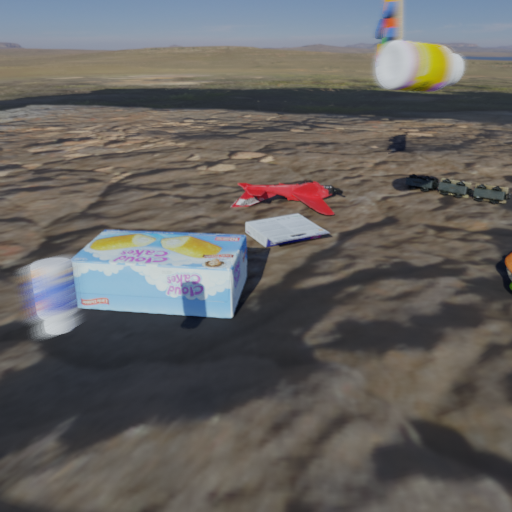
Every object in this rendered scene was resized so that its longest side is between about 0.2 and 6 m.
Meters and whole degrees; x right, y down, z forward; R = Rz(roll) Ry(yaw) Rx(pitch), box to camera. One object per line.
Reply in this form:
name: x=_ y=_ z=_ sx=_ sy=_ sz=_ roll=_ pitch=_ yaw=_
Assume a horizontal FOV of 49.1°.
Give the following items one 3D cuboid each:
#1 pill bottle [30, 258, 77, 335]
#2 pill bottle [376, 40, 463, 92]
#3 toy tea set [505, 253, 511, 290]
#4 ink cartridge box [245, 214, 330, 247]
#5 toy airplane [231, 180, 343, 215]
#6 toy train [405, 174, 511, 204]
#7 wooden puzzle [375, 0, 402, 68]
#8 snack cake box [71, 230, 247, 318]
pill bottle: x=-1.661 y=0.335 z=4.636 sx=0.330 sy=0.588 sz=0.330 roll=-1 pitch=16 yaw=0
pill bottle: x=2.288 y=-2.602 z=7.732 sx=1.212 sy=0.632 sz=0.632 roll=-8 pitch=23 yaw=-31
toy tea set: x=4.044 y=0.614 z=7.525 sx=1.543 sy=0.960 sz=2.594 roll=39 pitch=31 yaw=12
ink cartridge box: x=0.566 y=-0.432 z=10.445 sx=1.174 sy=0.259 sz=1.196 roll=-10 pitch=27 yaw=-23
toy airplane: x=0.680 y=-1.420 z=12.522 sx=2.593 sy=0.477 sz=2.593 roll=0 pitch=21 yaw=0
toy train: x=4.670 y=-1.562 z=13.017 sx=2.406 sy=0.410 sz=0.551 roll=16 pitch=15 yaw=35
wooden puzzle: x=2.724 y=-4.650 z=11.599 sx=0.358 sy=1.544 sz=1.430 roll=8 pitch=-14 yaw=2
snack cake box: x=-1.351 y=0.217 z=8.196 sx=2.289 sy=0.769 sz=1.317 roll=3 pitch=22 yaw=7
